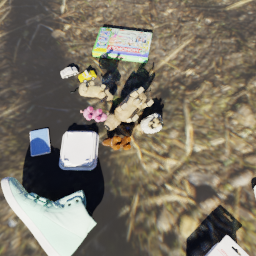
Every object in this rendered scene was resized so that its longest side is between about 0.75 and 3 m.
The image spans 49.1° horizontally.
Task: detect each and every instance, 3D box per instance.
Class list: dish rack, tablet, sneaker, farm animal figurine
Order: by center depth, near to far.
[{"bbox_3d":[-2.107,2.051,7.705,1.638,1.022,2.777,-42,76,-17],"label":"sneaker"},{"bbox_3d":[-1.584,0.655,9.040,1.206,0.306,1.405,1,59,-1],"label":"dish rack"},{"bbox_3d":[-0.324,-0.593,9.103,2.448,1.291,2.476,-27,99,-18],"label":"farm animal figurine"},{"bbox_3d":[-2.919,0.466,9.292,0.625,0.066,0.961,-11,58,-7],"label":"tablet"}]

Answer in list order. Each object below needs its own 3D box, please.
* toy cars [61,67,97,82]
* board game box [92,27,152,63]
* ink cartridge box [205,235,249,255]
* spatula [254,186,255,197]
[{"bbox_3d":[-1.922,-2.117,10.776,1.407,0.311,0.631,13,58,8],"label":"toy cars"},{"bbox_3d":[-0.201,-3.457,11.617,2.249,0.327,1.514,8,57,5],"label":"board game box"},{"bbox_3d":[2.302,3.568,7.069,1.496,0.504,0.876,-37,65,-21],"label":"ink cartridge box"},{"bbox_3d":[4.951,2.544,7.905,2.573,0.207,1.789,4,57,3],"label":"spatula"}]
